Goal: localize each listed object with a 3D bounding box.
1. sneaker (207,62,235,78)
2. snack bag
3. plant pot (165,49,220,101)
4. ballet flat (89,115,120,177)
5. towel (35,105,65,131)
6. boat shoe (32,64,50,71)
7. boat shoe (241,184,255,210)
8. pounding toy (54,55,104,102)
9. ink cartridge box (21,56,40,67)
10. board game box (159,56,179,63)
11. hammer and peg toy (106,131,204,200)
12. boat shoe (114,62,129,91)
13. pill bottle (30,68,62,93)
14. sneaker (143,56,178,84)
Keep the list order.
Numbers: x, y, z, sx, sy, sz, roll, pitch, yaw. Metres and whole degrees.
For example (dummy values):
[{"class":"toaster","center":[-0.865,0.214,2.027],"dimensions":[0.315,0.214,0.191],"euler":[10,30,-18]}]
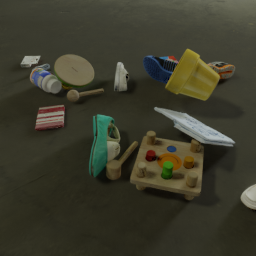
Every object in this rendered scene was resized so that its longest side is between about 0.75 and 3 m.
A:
[{"class":"sneaker","center":[4.141,-2.847,13.876],"dimensions":[2.293,0.898,0.886],"euler":[-6,37,-24]},{"class":"snack bag","center":[2.314,-0.051,9.976],"dimensions":[2.315,0.263,2.456],"euler":[6,24,-48]},{"class":"plant pot","center":[2.641,-1.978,11.228],"dimensions":[1.672,1.778,1.778],"euler":[29,43,1]},{"class":"ballet flat","center":[-0.758,0.480,9.600],"dimensions":[1.000,0.957,2.841],"euler":[1,38,-4]},{"class":"towel","center":[-3.141,-0.441,11.379],"dimensions":[1.089,0.172,1.511],"euler":[-7,38,-5]},{"class":"boat shoe","center":[-4.544,-3.048,14.541],"dimensions":[0.319,0.371,1.030],"euler":[2,27,45]},{"class":"boat shoe","center":[4.382,1.669,8.209],"dimensions":[2.347,0.814,0.831],"euler":[-15,41,-18]},{"class":"pounding toy","center":[-2.478,-2.180,13.074],"dimensions":[1.833,1.102,2.374],"euler":[-17,69,-32]},{"class":"ink cartridge box","center":[-5.294,-3.643,15.323],"dimensions":[0.870,0.218,1.002],"euler":[-1,39,-3]},{"class":"board game box","center":[2.244,-3.549,15.200],"dimensions":[0.829,0.219,1.084],"euler":[-8,39,-10]},{"class":"hammer and peg toy","center":[0.873,0.989,8.877],"dimensions":[2.936,1.035,2.159],"euler":[10,40,12]},{"class":"boat shoe","center":[-0.267,-2.478,13.483],"dimensions":[0.674,0.738,2.052],"euler":[5,39,-2]},{"class":"pill bottle","center":[-3.771,-2.156,12.965],"dimensions":[1.500,0.841,0.841],"euler":[29,47,31]},{"class":"sneaker","center":[2.010,-2.792,13.736],"dimensions":[1.122,1.010,2.881],"euler":[-24,50,-34]}]
